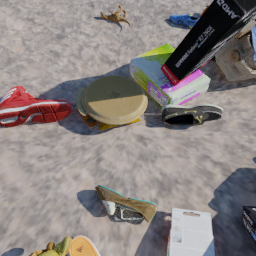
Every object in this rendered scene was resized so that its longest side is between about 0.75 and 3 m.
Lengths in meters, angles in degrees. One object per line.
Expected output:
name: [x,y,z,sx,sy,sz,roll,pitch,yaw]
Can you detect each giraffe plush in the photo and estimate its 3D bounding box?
giraffe plush: [-1.250,2.724,4.347,1.706,1.978,1.604,-13,26,-9]

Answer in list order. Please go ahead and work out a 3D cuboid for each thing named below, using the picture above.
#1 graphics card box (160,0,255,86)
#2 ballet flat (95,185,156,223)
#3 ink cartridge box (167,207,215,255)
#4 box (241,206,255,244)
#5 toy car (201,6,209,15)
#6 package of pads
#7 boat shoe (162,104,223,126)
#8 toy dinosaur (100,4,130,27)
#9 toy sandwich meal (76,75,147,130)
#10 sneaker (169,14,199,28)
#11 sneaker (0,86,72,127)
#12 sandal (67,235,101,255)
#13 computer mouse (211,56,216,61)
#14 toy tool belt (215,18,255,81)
graphics card box: [1.959,-2.148,6.304,1.658,2.642,0.672,-37,86,-27]
ballet flat: [-0.109,1.601,5.758,1.367,0.464,0.494,17,68,8]
ink cartridge box: [1.158,2.265,5.212,0.825,0.381,1.514,7,40,6]
box: [3.169,1.978,4.821,1.802,0.448,1.789,3,15,2]
toy car: [3.210,-3.660,9.709,0.534,0.787,1.605,-54,40,15]
package of pads: [1.079,-1.445,7.820,1.463,0.646,1.893,-27,58,-20]
boat shoe: [1.612,-0.284,7.050,1.524,0.543,0.459,0,52,10]
toy dinosaur: [-0.295,-3.865,9.823,1.411,0.426,0.750,23,78,24]
toy sandwich meal: [-0.408,-0.629,7.280,1.859,0.637,1.859,2,53,-3]
sneaker: [1.965,-3.802,9.689,1.097,0.430,0.362,24,59,18]
sneaker: [-2.441,-0.725,7.244,1.924,0.754,1.112,-7,55,-6]
sandal: [-0.566,2.672,4.869,0.705,0.528,1.842,-31,60,-21]
computer mouse: [2.437,-2.312,8.718,0.937,0.216,0.658,37,61,24]
toy tool belt: [4.041,-2.464,7.754,2.992,1.839,1.868,-17,66,-13]
